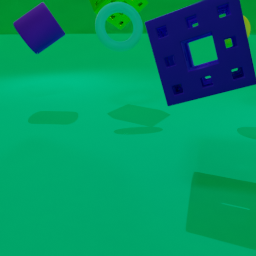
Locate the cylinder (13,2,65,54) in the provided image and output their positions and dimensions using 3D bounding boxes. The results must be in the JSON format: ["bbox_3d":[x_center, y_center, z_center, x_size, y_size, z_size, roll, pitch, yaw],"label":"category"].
[{"bbox_3d":[-2.550,-2.871,8.114,1.053,1.053,1.053,-35,24,0],"label":"cylinder"}]

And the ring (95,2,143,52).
[{"bbox_3d":[-0.222,-2.571,7.133,1.231,1.231,0.246,-4,5,-11],"label":"ring"}]

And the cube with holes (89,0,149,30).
[{"bbox_3d":[-0.368,-4.048,8.491,1.207,1.207,1.207,14,48,-50],"label":"cube with holes"}]

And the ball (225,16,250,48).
[{"bbox_3d":[2.598,-2.410,6.952,0.810,0.810,0.810,0,20,0],"label":"ball"}]

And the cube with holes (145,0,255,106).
[{"bbox_3d":[1.110,-1.154,4.227,1.198,1.198,1.198,-13,11,20],"label":"cube with holes"}]
